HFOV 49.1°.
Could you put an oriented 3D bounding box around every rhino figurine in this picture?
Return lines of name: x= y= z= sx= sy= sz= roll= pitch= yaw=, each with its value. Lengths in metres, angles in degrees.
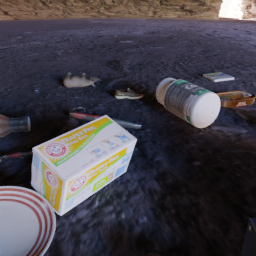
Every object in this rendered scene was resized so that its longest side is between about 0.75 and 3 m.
rhino figurine: x=-2.151 y=-2.186 z=13.016 sx=1.797 sy=0.537 sz=0.786 roll=0 pitch=38 yaw=-5

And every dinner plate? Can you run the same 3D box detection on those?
dinner plate: x=-2.409 y=1.877 z=4.977 sx=2.192 sy=0.266 sz=2.192 roll=5 pitch=31 yaw=-3

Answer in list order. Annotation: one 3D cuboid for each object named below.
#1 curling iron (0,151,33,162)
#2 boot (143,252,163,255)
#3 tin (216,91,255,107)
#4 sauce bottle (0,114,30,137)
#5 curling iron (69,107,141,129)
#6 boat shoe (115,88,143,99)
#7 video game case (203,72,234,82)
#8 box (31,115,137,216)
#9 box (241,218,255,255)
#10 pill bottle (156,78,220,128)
curling iron: x=-2.823 y=0.724 z=7.270 sx=1.384 sy=0.177 sz=0.343 roll=-8 pitch=18 yaw=15
boot: x=0.687 y=2.393 z=3.802 sx=1.591 sy=0.511 sz=1.483 roll=14 pitch=14 yaw=20
tin: x=4.264 y=-1.167 z=11.229 sx=1.689 sy=0.354 sz=0.946 roll=-8 pitch=32 yaw=-16
sauce bottle: x=-4.220 y=-0.046 z=8.509 sx=2.360 sy=0.764 sz=0.764 roll=-5 pitch=27 yaw=-13
curling iron: x=-0.815 y=-0.341 z=9.530 sx=2.687 sy=0.343 sz=0.666 roll=11 pitch=28 yaw=21
boat shoe: x=0.048 y=-1.454 z=11.657 sx=1.182 sy=0.437 sz=0.437 roll=-3 pitch=27 yaw=-7
video game case: x=4.621 y=-2.610 z=14.332 sx=1.161 sy=0.128 sz=1.057 roll=-10 pitch=28 yaw=-17
box: x=-0.948 y=0.733 z=6.189 sx=1.052 sy=1.167 sz=2.075 roll=37 pitch=43 yaw=24
box: x=2.599 y=2.130 z=3.887 sx=1.520 sy=0.944 sz=1.532 roll=2 pitch=27 yaw=4
pill bottle: x=1.997 y=-0.964 z=9.757 sx=1.239 sy=1.239 sz=2.190 roll=-14 pitch=31 yaw=-27
